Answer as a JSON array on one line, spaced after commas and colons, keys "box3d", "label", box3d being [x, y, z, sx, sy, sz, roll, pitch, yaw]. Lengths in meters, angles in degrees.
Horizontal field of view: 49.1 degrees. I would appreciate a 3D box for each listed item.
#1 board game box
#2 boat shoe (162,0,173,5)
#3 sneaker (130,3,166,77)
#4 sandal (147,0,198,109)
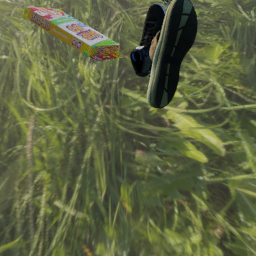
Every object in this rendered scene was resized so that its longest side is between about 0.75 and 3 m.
[{"box3d": [-1.473, -2.649, 7.794, 2.739, 0.411, 1.309, 37, 32, 16], "label": "board game box"}, {"box3d": [1.096, -3.471, 6.781, 2.409, 0.872, 0.870, 10, 34, 40], "label": "boat shoe"}, {"box3d": [0.524, -2.183, 7.025, 0.667, 1.825, 1.021, 13, 20, 33], "label": "sneaker"}, {"box3d": [0.522, -1.089, 3.994, 0.640, 1.613, 0.460, 14, 6, -44], "label": "sandal"}]
